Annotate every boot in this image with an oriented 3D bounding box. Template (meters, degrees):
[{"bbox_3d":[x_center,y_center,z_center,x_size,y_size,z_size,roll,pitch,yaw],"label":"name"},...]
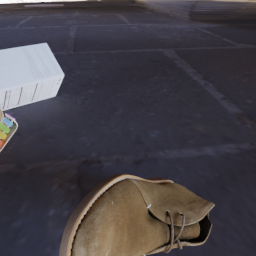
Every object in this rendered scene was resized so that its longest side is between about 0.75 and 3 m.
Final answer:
[{"bbox_3d":[0.325,1.093,3.346,0.978,0.954,2.591,12,5,32],"label":"boot"}]

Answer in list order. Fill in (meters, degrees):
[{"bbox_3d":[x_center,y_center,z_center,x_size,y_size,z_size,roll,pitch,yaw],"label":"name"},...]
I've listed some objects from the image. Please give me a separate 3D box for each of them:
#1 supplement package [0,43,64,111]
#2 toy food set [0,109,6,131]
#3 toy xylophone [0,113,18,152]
[{"bbox_3d":[-3.176,-1.450,8.100,2.130,1.249,1.245,-22,77,-35],"label":"supplement package"},{"bbox_3d":[-3.892,-0.127,6.506,1.884,0.463,1.903,26,36,28],"label":"toy food set"},{"bbox_3d":[-2.797,0.126,6.040,0.689,0.236,0.941,18,74,28],"label":"toy xylophone"}]
